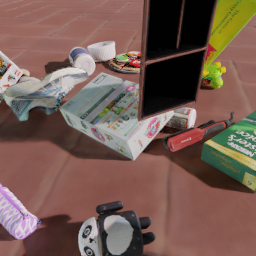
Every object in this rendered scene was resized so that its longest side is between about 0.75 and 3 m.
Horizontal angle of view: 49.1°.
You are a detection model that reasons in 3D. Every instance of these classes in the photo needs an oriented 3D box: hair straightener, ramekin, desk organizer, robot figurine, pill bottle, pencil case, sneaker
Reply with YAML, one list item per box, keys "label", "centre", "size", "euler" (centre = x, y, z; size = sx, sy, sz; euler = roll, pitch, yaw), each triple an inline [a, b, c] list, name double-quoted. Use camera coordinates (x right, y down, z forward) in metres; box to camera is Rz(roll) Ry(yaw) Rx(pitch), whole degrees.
- label: "hair straightener"
  centre: [1.811, 0.019, 7.194]
  size: [2.052, 0.420, 0.790]
  euler: [-25, 10, -11]
- label: "ramekin"
  centre: [-1.115, -3.318, 12.157]
  size: [1.205, 0.632, 1.205]
  euler: [-9, 27, 4]
- label: "desk organizer"
  centre: [0.567, -1.221, 3.041]
  size: [0.851, 2.374, 0.914]
  euler: [4, 39, 3]
- label: "robot figurine"
  centre: [-0.188, 1.758, 4.545]
  size: [1.211, 0.756, 0.910]
  euler: [-6, 23, -10]
- label: "pill bottle"
  centre: [1.280, -0.325, 7.800]
  size: [1.084, 0.617, 0.617]
  euler: [14, 36, 25]
- label: "pill bottle"
  centre: [-1.885, -2.714, 11.218]
  size: [0.848, 0.848, 1.529]
  euler: [-11, 35, -16]
- label: "pencil case"
  centre: [-2.139, 1.525, 5.130]
  size: [1.170, 0.500, 0.491]
  euler: [25, 31, 33]
- label: "sneaker"
  centre: [-2.299, -1.001, 8.484]
  size: [2.566, 1.107, 0.996]
  euler: [-25, 0, -20]

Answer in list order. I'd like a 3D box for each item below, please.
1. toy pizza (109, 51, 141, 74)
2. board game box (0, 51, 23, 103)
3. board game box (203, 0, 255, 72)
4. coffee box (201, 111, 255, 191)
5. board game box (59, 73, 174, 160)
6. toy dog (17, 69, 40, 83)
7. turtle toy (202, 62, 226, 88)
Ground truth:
- label: "toy pizza"
  centre: [0.306, -2.887, 11.915]
  size: [2.254, 0.357, 2.254]
  euler: [0, 34, 0]
- label: "board game box"
  centre: [-4.521, -1.672, 9.130]
  size: [2.682, 0.464, 1.693]
  euler: [36, 90, 42]
- label: "board game box"
  centre: [1.190, -1.816, 5.521]
  size: [0.692, 2.906, 1.476]
  euler: [12, 55, -19]
- label: "coffee box"
  centre: [3.141, 0.414, 6.757]
  size: [2.493, 0.548, 1.533]
  euler: [-24, 40, -32]
- label: "board game box"
  centre: [-0.313, -0.442, 7.456]
  size: [2.434, 0.782, 1.795]
  euler: [25, 58, 34]
- label: "toy dog"
  centre: [-2.957, -1.299, 9.116]
  size: [1.515, 0.730, 0.999]
  euler: [30, 63, -17]
- label: "turtle toy"
  centre: [3.056, -1.896, 10.173]
  size: [0.894, 0.620, 1.226]
  euler: [-11, 36, -1]
